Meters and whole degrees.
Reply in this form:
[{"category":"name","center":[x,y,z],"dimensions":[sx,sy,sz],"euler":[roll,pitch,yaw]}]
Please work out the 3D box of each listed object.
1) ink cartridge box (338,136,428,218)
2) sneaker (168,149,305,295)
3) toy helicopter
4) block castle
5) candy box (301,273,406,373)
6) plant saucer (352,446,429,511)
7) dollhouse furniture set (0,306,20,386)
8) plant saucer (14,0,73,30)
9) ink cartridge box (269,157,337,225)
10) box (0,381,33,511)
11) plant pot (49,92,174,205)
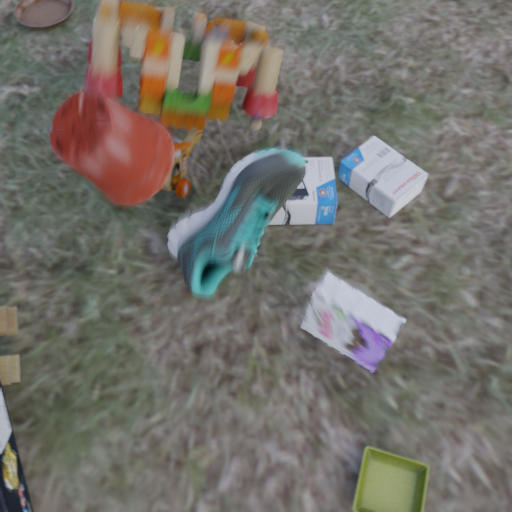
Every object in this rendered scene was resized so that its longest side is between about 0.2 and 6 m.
[{"category":"ink cartridge box","center":[2.138,-1.352,9.535],"dimensions":[0.870,0.502,1.200],"euler":[-38,65,-21]},{"category":"sneaker","center":[-0.202,-0.372,7.895],"dimensions":[1.021,2.632,1.201],"euler":[19,42,-37]},{"category":"toy helicopter","center":[-1.267,-1.708,9.328],"dimensions":[0.532,0.891,1.347],"euler":[19,69,16]},{"category":"block castle","center":[-1.219,-3.130,9.355],"dimensions":[3.104,1.456,2.074],"euler":[3,34,-16]},{"category":"candy box","center":[1.262,0.911,7.521],"dimensions":[1.181,0.990,0.422],"euler":[32,57,15]},{"category":"plant saucer","center":[1.675,2.923,7.006],"dimensions":[0.828,0.199,0.829],"euler":[15,58,9]},{"category":"dollhouse furniture set","center":[-3.983,1.629,6.878],"dimensions":[1.445,1.906,2.175],"euler":[-5,83,-3]},{"category":"plant saucer","center":[-4.606,-5.312,12.226],"dimensions":[1.257,0.217,1.257],"euler":[0,57,0]},{"category":"ink cartridge box","center":[0.583,-1.079,9.310],"dimensions":[1.404,0.591,1.015],"euler":[-1,58,-1]},{"category":"box","center":[-4.164,2.650,5.848],"dimensions":[3.283,2.610,0.755],"euler":[-6,18,-4]},{"category":"plant pot","center":[-2.136,-1.605,8.110],"dimensions":[1.392,1.354,1.392],"euler":[-5,76,21]}]
